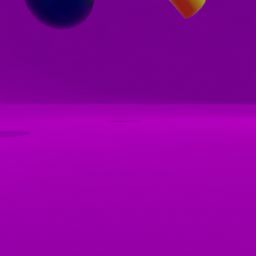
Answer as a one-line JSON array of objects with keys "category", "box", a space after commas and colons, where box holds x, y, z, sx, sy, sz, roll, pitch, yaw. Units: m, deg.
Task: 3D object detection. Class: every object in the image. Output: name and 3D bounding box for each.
[{"category": "ball", "box": [-1.353, -2.683, 5.545, 1.395, 1.395, 1.395, 0, 5, 0]}, {"category": "cylinder", "box": [1.976, -4.285, 9.350, 0.861, 0.861, 0.861, 42, -10, -20]}]
